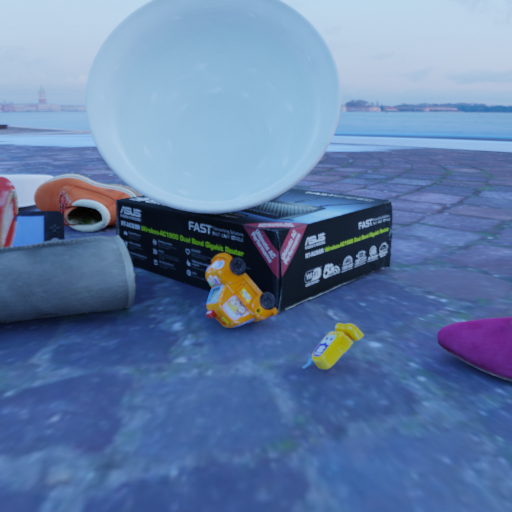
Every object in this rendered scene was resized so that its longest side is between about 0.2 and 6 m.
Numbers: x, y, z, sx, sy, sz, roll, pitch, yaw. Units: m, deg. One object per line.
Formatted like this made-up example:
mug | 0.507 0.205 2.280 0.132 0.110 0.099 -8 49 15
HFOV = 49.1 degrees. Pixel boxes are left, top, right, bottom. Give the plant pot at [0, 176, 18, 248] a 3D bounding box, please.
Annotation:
plant pot | -4.242 -0.519 8.018 1.380 1.516 1.516 9 13 -14

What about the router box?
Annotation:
router box | -0.087 -0.390 9.293 3.776 1.173 2.829 14 21 41

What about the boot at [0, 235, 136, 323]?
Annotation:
boot | -3.245 0.517 6.370 3.669 1.331 3.336 2 16 -17

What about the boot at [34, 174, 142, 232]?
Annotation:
boot | -4.062 -1.146 12.453 2.785 1.045 1.493 7 22 21

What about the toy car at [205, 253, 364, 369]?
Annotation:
toy car | 0.063 0.601 6.277 0.716 1.056 2.153 -44 28 -21

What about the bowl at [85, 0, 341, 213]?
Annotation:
bowl | -0.557 -2.004 8.177 3.465 3.465 1.557 1 -16 2

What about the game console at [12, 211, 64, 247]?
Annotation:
game console | -4.031 -0.314 9.314 1.584 1.365 0.940 -2 -24 -17

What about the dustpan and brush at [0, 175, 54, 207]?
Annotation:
dustpan and brush | -6.361 -1.448 13.839 2.688 1.102 3.851 -3 9 -19

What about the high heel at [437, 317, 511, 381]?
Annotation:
high heel | 3.354 0.548 5.469 2.958 1.422 0.997 4 16 14
